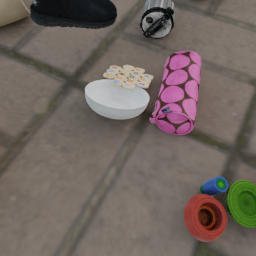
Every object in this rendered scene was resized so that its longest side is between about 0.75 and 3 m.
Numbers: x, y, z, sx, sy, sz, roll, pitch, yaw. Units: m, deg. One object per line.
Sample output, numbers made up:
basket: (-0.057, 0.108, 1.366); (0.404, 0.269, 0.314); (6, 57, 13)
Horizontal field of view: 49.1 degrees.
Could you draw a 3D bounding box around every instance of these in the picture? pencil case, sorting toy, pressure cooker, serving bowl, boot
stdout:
pencil case: (1.381, -1.059, 7.797); (1.146, 1.110, 2.447); (2, 53, 21)
sorting toy: (2.003, 1.740, 6.220); (1.994, 0.818, 1.198); (-9, 72, -20)
pressure cooker: (0.989, -3.666, 9.407); (1.147, 1.129, 1.284); (6, 54, 8)
serving bowl: (-0.324, -0.720, 7.642); (1.744, 0.574, 1.744); (8, 33, -5)
boot: (-1.094, -3.731, 7.030); (2.701, 2.269, 1.031); (-16, 60, -36)

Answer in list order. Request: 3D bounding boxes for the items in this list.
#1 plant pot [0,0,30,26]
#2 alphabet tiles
plant pot: (-4.632, -4.197, 9.593); (1.809, 1.694, 1.694); (-34, 62, -2)
alphabet tiles: (0.019, -1.518, 8.336); (1.376, 0.103, 1.407); (17, 38, 9)
